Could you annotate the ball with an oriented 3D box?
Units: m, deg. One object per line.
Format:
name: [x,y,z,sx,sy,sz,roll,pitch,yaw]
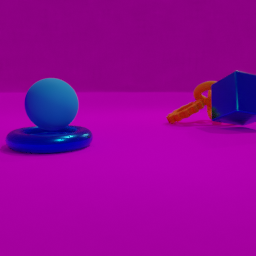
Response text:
ball: [-1.708,-0.526,6.298,1.172,1.172,1.172,0,8,0]

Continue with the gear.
gear: [2.009,-0.584,9.830,1.357,0.251,1.357,-28,6,3]

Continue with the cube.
cube: [3.434,-0.856,8.594,1.243,1.243,1.243,7,-14,-17]

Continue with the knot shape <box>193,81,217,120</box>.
knot shape: [3.243,-0.891,10.320,0.895,1.936,1.812,-44,-1,2]

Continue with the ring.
ring: [-1.674,0.208,6.082,1.819,0.364,1.819,0,8,0]
